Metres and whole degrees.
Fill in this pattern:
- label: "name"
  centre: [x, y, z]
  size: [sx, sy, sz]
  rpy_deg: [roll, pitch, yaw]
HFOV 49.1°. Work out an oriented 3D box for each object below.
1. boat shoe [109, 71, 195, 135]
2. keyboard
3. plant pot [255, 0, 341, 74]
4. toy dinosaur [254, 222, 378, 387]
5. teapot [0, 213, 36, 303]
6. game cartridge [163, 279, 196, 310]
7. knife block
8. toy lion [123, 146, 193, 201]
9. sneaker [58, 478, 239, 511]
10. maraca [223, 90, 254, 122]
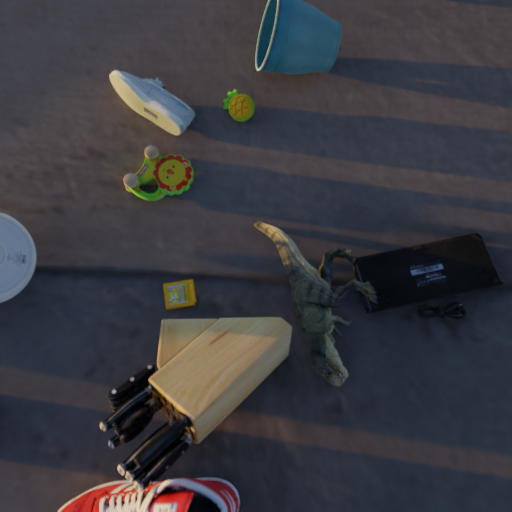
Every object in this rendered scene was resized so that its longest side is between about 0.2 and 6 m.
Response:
- label: "boat shoe"
  centre: [-2.023, -3.119, 11.059]
  size: [1.863, 0.650, 0.663]
  rpy_deg: [37, 66, 7]
- label: "keyboard"
  centre: [3.081, 0.501, 9.956]
  size: [2.463, 0.316, 1.479]
  rpy_deg: [-12, 65, -3]
- label: "plant pot"
  centre: [0.857, -4.257, 11.042]
  size: [1.407, 1.497, 1.497]
  rpy_deg: [9, 71, -14]
- label: "toy dinosaur"
  centre: [1.171, 0.531, 9.734]
  size: [1.445, 0.778, 3.279]
  rpy_deg: [-22, 69, 0]
- label: "teapot"
  centre: [-4.704, 0.045, 9.647]
  size: [1.722, 1.258, 1.700]
  rpy_deg: [-44, 105, -31]
- label: "game cartridge"
  centre: [-1.362, 0.687, 9.992]
  size: [0.543, 0.088, 0.479]
  rpy_deg: [-10, 72, -2]
- label: "knife block"
  centre: [-0.821, 2.215, 8.566]
  size: [2.860, 0.915, 2.511]
  rpy_deg: [-1, 50, -3]
- label: "toy lion"
  centre: [-1.788, -1.496, 10.635]
  size: [1.065, 0.382, 1.111]
  rpy_deg: [32, 74, 2]
- label: "sneaker"
  centre: [-1.686, 3.785, 8.102]
  size: [2.886, 1.623, 1.028]
  rpy_deg: [-9, 73, -4]
- label: "maraca"
  centre: [-0.347, -2.967, 11.072]
  size: [0.773, 0.414, 0.530]
  rpy_deg: [42, 103, 27]
